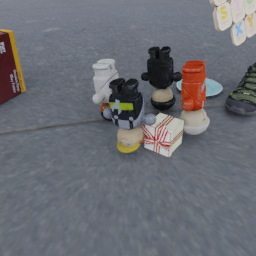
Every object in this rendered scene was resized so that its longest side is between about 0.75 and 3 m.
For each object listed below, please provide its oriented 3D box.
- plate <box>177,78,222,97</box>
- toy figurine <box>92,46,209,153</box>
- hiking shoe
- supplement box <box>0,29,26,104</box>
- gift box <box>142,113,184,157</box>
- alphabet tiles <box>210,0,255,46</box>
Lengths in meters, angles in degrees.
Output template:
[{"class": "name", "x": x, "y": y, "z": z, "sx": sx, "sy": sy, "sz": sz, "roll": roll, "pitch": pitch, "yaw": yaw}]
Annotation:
[{"class": "plate", "x": 2.444, "y": -1.375, "z": 9.644, "sx": 1.539, "sy": 0.197, "sz": 1.539, "roll": -1, "pitch": 32, "yaw": 0}, {"class": "toy figurine", "x": 0.503, "y": -0.772, "z": 7.199, "sx": 2.650, "sy": 1.873, "sz": 2.692, "roll": -18, "pitch": 33, "yaw": -16}, {"class": "hiking shoe", "x": 3.716, "y": -1.331, "z": 8.514, "sx": 0.999, "sy": 1.328, "sz": 2.639, "roll": 20, "pitch": 38, "yaw": 28}, {"class": "supplement box", "x": -4.540, "y": -1.792, "z": 8.558, "sx": 1.379, "sy": 2.049, "sz": 2.077, "roll": 14, "pitch": 35, "yaw": 21}, {"class": "gift box", "x": 0.817, "y": 0.115, "z": 6.746, "sx": 0.795, "sy": 0.861, "sz": 0.804, "roll": 16, "pitch": 37, "yaw": 32}, {"class": "alphabet tiles", "x": 3.486, "y": -4.066, "z": 8.217, "sx": 2.906, "sy": 2.842, "sz": 0.212, "roll": -34, "pitch": 31, "yaw": -20}]
